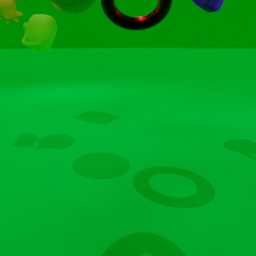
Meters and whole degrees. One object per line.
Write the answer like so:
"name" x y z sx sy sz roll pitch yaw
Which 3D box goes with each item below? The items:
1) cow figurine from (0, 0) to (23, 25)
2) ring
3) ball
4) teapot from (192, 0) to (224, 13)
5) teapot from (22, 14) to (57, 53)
"cow figurine" -3.195 -3.381 7.486 0.636 1.140 1.159 -13 20 -3
"ring" 0.159 -2.381 5.284 1.355 0.271 1.355 1 -25 0
"ball" -1.225 -3.089 6.120 1.140 1.140 1.140 0 17 0
"teapot" 2.043 -3.385 6.994 0.930 0.733 1.496 31 39 -7
"teapot" -2.314 -2.525 7.292 0.771 0.979 1.574 23 44 -9
